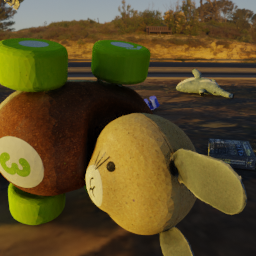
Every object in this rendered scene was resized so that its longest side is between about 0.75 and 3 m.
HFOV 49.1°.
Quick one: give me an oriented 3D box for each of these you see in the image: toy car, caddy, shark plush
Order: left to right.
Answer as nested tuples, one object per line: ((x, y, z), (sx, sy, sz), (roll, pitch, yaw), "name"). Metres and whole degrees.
((-0.137, 0.477, 3.091), (2.235, 2.327, 2.833), (-10, 31, -31), "toy car")
((0.872, -0.890, 10.678), (0.600, 0.445, 0.848), (-23, 17, 4), "caddy")
((3.857, -1.811, 13.986), (2.790, 1.268, 1.162), (33, 52, 26), "shark plush")

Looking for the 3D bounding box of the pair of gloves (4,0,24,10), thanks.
((-2.099, -2.750, 4.967), (1.096, 0.932, 0.192), (39, -2, 2), "pair of gloves")

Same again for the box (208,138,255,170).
((2.172, 0.526, 5.978), (0.885, 0.286, 1.122), (3, 16, 14), "box")
